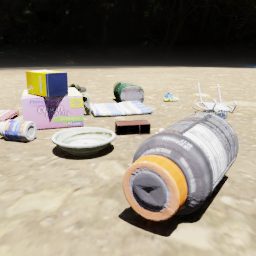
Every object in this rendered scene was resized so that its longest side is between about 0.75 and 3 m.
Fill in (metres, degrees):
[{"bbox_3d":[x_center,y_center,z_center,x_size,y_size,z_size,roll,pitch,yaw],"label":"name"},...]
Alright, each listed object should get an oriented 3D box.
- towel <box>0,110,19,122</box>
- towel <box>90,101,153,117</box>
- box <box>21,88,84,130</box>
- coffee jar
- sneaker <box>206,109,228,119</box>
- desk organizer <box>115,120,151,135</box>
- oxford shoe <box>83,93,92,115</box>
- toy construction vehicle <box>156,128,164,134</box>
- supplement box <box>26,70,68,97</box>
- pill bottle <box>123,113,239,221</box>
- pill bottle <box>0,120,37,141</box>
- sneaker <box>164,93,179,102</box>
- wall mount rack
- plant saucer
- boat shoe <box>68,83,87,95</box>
[{"bbox_3d":[-5.679,-0.441,11.379,2.051,0.233,1.477,-1,18,3],"label":"towel"},{"bbox_3d":[-0.415,-0.896,12.807,2.666,0.317,1.958,-4,17,-14],"label":"towel"},{"bbox_3d":[-2.963,-0.827,10.965,2.119,1.165,2.409,-5,16,-17],"label":"box"},{"bbox_3d":[-0.041,-1.894,14.978,1.282,1.049,2.459,-4,16,-13],"label":"coffee jar"},{"bbox_3d":[3.659,-0.593,11.616,0.931,0.359,0.397,12,-7,-8],"label":"sneaker"},{"bbox_3d":[0.164,0.000,9.443,1.156,0.415,0.445,-3,18,-11],"label":"desk organizer"},{"bbox_3d":[-1.779,-0.990,11.961,0.367,0.977,0.282,9,26,23],"label":"oxford shoe"},{"bbox_3d":[1.386,0.372,7.867,1.312,0.531,1.506,3,16,11],"label":"toy construction vehicle"},{"bbox_3d":[-2.916,-1.614,10.045,1.512,0.828,0.823,15,21,42],"label":"supplement box"},{"bbox_3d":[1.027,0.641,5.221,1.453,1.453,2.735,10,19,32],"label":"pill bottle"},{"bbox_3d":[-3.510,0.066,8.791,1.119,0.627,0.627,4,16,16],"label":"pill bottle"},{"bbox_3d":[2.393,-1.698,15.333,0.923,0.485,0.349,-6,16,-18],"label":"sneaker"},{"bbox_3d":[3.985,-1.359,12.856,1.974,0.736,1.715,2,34,-21],"label":"wall mount rack"},{"bbox_3d":[-1.237,0.404,7.916,1.775,0.445,1.775,0,15,0],"label":"plant saucer"},{"bbox_3d":[-3.257,-2.363,17.145,0.881,0.780,2.406,6,17,19],"label":"boat shoe"}]
